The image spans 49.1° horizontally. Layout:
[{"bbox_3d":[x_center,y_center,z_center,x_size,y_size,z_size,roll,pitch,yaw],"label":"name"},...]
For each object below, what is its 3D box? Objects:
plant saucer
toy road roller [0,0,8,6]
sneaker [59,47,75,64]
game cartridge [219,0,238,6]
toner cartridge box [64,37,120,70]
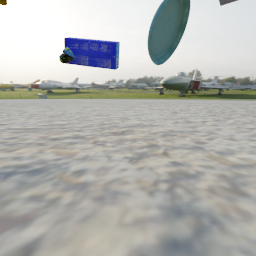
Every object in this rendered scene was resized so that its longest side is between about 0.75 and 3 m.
[{"bbox_3d":[1.179,-2.974,8.323,0.305,2.229,2.229,30,19,22],"label":"plant saucer"},{"bbox_3d":[-3.932,-4.050,8.222,1.067,0.779,0.656,-18,53,-35],"label":"toy road roller"},{"bbox_3d":[-2.100,-2.408,9.554,0.504,0.431,1.217,-39,10,-7],"label":"sneaker"},{"bbox_3d":[2.772,-3.827,7.303,0.957,1.477,0.284,-8,-34,16],"label":"game cartridge"},{"bbox_3d":[-1.309,-2.709,10.112,2.002,0.951,0.432,10,26,13],"label":"toner cartridge box"}]
